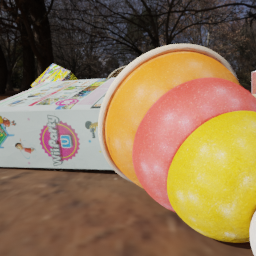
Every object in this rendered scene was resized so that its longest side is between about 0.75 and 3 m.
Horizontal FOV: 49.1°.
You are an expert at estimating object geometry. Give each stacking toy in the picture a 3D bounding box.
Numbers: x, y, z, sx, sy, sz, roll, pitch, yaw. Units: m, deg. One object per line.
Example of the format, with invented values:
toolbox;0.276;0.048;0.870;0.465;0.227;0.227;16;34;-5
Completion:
stacking toy;0.671;0.300;2.015;1.499;1.499;2.052;-2;25;-16

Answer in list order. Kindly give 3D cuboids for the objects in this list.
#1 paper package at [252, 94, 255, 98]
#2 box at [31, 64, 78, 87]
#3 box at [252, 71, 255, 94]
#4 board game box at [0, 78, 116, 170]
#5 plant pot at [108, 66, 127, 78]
paper package;3.592;-0.413;7.982;2.151;1.113;2.051;4;7;39
box;-1.632;-0.828;7.618;1.474;0.899;1.419;48;-10;-37
box;6.370;-1.274;10.720;2.756;2.099;1.466;3;16;39
board game box;-0.503;-0.195;4.391;2.763;0.888;2.038;0;20;13
plant pot;0.038;-0.860;9.830;1.968;1.968;2.101;-1;-11;-9
